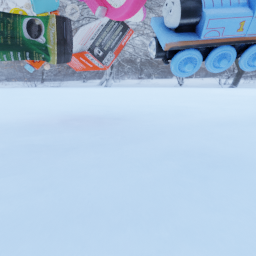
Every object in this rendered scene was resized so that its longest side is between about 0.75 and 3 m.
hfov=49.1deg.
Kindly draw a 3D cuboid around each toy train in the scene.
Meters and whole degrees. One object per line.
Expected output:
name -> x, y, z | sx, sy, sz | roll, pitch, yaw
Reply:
toy train -> 1.301, -1.429, 3.968 | 2.025, 1.157, 0.878 | -6, 48, -10
toy train -> -3.001, -3.368, 9.379 | 2.062, 2.745, 0.764 | 35, 4, -45

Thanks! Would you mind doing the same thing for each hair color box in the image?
hair color box -> -1.101, -2.578, 8.793 | 0.853, 1.414, 2.786 | 38, -9, -28

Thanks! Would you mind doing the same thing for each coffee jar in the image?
coffee jar -> -2.581, -2.278, 7.115 | 2.338, 1.219, 0.998 | -1, -13, -16

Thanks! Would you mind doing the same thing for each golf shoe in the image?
golf shoe -> -0.431, -2.978, 6.751 | 1.795, 0.676, 0.822 | 31, 53, 13

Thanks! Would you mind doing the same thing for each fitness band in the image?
fitness band -> -0.349, -3.025, 4.998 | 0.438, 1.681, 2.340 | -8, 57, -42
